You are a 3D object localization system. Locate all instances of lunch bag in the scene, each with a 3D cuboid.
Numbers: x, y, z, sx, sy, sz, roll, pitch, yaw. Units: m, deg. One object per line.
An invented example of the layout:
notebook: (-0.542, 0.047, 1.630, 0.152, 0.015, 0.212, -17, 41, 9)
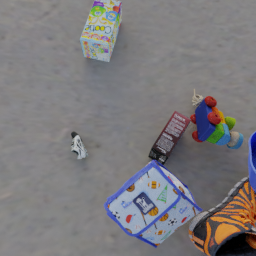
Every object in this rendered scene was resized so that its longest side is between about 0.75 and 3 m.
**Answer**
lunch bag: (0.527, 1.621, 6.048, 1.480, 1.740, 1.078, -42, 35, 6)

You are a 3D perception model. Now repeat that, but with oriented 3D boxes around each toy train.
toy train: (2.431, -0.330, 7.743, 1.191, 0.871, 2.058, 23, 39, -12)

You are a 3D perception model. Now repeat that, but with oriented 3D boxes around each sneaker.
sneaker: (-1.419, 0.471, 7.636, 0.366, 0.306, 0.827, -20, 70, -30)
sneaker: (2.765, 2.071, 6.330, 2.648, 1.484, 1.027, -36, 101, -10)

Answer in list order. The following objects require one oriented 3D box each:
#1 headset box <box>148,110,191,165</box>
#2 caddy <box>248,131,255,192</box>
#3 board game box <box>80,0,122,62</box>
headset box: (1.113, 0.234, 7.409, 0.500, 0.990, 1.332, 31, 73, 9)
caddy: (3.447, 0.734, 6.369, 1.315, 0.977, 1.861, 2, 42, 17)
board game box: (-0.797, -3.059, 8.720, 0.861, 0.877, 1.672, 13, 70, 4)
